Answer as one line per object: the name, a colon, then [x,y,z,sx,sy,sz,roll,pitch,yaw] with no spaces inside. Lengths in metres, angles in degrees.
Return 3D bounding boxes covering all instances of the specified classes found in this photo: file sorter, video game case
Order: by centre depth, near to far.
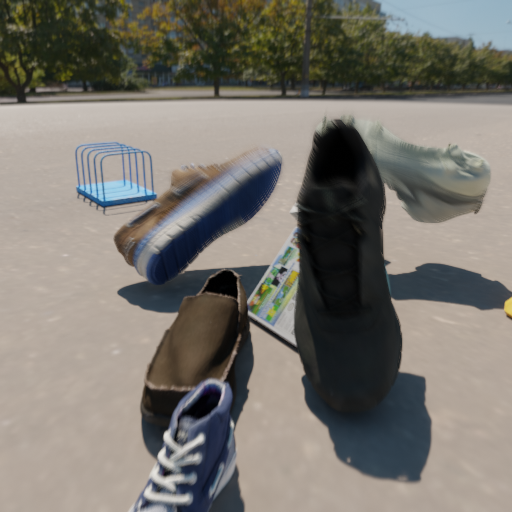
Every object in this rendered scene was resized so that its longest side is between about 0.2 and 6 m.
video game case: [0.598,0.392,7.632,0.162,1.477,1.346,37,-7,-38]
file sorter: [-3.788,-2.240,14.905,1.475,1.304,2.126,-12,22,-33]

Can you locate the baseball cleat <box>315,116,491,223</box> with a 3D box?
baseball cleat: [2.431,-1.414,9.901,3.103,1.651,1.082,24,56,25]

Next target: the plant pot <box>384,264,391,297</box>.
plant pot: [1.199,0.139,8.436,1.691,1.139,1.691,0,19,0]

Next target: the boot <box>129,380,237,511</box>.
boot: [-0.650,1.739,4.374,0.661,0.820,1.816,5,20,14]

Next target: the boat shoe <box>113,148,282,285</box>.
boat shoe: [-0.943,-1.000,9.571,1.242,1.239,3.431,35,55,24]

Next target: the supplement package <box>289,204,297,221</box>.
supplement package: [1.468,-1.009,10.695,1.081,0.832,1.131,-56,23,-20]

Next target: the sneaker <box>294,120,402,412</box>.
sneaker: [0.882,-0.006,6.222,1.269,3.342,1.517,-8,-27,13]

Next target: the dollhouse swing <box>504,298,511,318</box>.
dollhouse swing: [4.344,0.830,7.874,1.059,1.024,1.165,38,6,-23]

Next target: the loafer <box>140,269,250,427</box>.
loafer: [-0.668,0.913,6.443,1.013,0.991,2.777,2,20,5]
